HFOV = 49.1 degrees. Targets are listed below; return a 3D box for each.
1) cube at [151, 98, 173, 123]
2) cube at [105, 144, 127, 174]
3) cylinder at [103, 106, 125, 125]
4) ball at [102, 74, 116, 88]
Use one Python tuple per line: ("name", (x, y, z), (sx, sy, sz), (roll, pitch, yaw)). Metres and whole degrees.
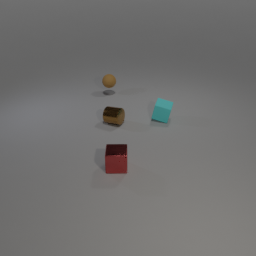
("cube", (1.471, -0.753, 11.961), (0.700, 0.700, 0.700), (18, 36, 7))
("cube", (-0.369, 0.994, 9.084), (0.700, 0.700, 0.700), (0, 30, 0))
("cylinder", (-0.585, -0.522, 11.658), (0.700, 0.700, 0.700), (9, 30, 25))
("ball", (-0.947, -2.367, 14.126), (0.700, 0.700, 0.700), (0, 30, 0))
